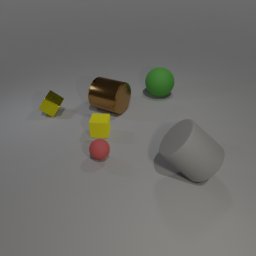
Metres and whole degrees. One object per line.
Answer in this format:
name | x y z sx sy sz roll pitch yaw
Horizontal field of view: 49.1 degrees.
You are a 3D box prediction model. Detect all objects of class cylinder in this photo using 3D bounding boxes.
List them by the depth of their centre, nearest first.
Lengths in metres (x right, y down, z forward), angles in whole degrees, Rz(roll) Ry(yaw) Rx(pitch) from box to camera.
cylinder | 1.909 0.680 8.445 1.400 1.400 1.400 39 28 -18
cylinder | -0.787 -1.433 12.249 1.400 1.400 1.400 16 36 24

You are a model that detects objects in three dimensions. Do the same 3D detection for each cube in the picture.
cube | -1.077 -0.091 10.809 0.700 0.700 0.700 3 32 4
cube | -3.278 -1.042 12.011 0.700 0.700 0.700 32 36 -15

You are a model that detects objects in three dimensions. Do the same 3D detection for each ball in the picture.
ball | -0.958 0.710 9.433 0.700 0.700 0.700 0 32 0
ball | 1.530 -2.217 13.485 1.400 1.400 1.400 0 32 0
